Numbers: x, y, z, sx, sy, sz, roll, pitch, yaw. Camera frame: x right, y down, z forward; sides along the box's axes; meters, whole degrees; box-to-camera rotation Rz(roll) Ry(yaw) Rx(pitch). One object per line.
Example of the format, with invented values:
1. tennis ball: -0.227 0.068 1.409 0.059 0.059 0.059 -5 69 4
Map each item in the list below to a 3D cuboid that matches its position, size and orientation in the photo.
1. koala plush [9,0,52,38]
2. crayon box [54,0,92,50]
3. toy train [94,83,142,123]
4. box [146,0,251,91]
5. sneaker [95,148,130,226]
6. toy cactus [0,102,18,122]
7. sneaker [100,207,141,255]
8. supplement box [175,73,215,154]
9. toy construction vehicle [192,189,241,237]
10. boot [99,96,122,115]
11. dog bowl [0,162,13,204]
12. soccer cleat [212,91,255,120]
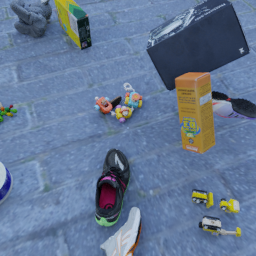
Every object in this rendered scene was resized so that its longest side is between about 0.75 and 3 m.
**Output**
1. koala plush: -4.670 -5.908 14.582 1.863 1.798 2.028 27 57 5
2. crayon box: -2.792 -5.421 14.095 0.684 1.710 2.693 -28 59 -19
3. toy train: -0.294 -1.115 11.333 2.015 0.560 1.513 -38 81 -27
4. box: 2.202 -2.924 9.366 2.711 1.680 2.665 -24 26 20
5. sneaker: -0.473 1.755 9.067 1.022 1.116 2.663 3 53 2
6. toy cactus: -5.227 -0.677 11.274 1.393 0.712 1.149 -25 47 -7
7. sneaker: -0.238 3.283 8.142 1.023 0.842 2.223 11 52 13
8. supplement box: 1.891 -0.406 7.801 0.722 2.170 0.746 11 31 45
9. toy construction vehicle: 2.731 2.697 8.820 1.510 0.532 1.315 9 42 3
10. boot: -0.744 -1.036 11.649 1.123 0.413 0.424 -38 54 -22
11. dog bowl: -4.774 1.851 9.286 1.679 0.661 1.679 0 53 0
12. soccer cleat: 3.352 -0.598 9.059 0.672 0.722 1.972 -29 37 -24
